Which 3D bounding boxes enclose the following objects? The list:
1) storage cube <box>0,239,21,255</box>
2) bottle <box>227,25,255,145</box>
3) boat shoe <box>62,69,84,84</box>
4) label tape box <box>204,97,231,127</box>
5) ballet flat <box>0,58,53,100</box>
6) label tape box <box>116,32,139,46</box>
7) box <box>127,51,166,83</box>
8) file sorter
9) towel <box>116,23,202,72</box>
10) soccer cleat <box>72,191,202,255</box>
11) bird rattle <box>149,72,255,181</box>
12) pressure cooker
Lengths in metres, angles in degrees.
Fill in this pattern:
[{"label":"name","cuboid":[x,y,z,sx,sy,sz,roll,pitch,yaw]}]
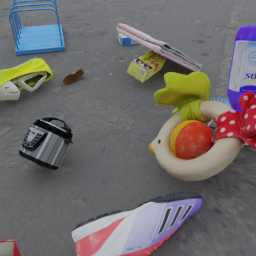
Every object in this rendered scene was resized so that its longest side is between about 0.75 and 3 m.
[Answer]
[{"label":"storage cube","cuboid":[-2.056,2.319,4.187,0.932,0.838,0.797,-9,36,-13]},{"label":"bottle","cuboid":[2.820,-0.919,6.325,1.087,2.603,0.850,4,16,-2]},{"label":"boat shoe","cuboid":[-1.973,-1.800,9.894,0.897,0.324,0.323,-42,23,-27]},{"label":"label tape box","cuboid":[2.379,-0.469,8.066,1.339,0.443,0.959,4,38,9]},{"label":"ballet flat","cuboid":[-3.534,-1.418,8.807,0.972,0.969,2.900,44,45,4]},{"label":"label tape box","cuboid":[-0.013,-4.184,12.771,0.876,0.385,1.215,-10,40,-12]},{"label":"box","cuboid":[0.690,-2.191,9.813,0.699,0.465,1.856,35,35,9]},{"label":"file sorter","cuboid":[-3.985,-4.675,12.280,2.012,1.779,2.899,-9,40,-10]},{"label":"towel","cuboid":[1.175,-2.902,10.123,2.586,0.417,2.470,10,24,-46]},{"label":"soccer cleat","cuboid":[0.324,1.824,5.020,2.549,0.869,0.933,-11,67,-24]},{"label":"bird rattle","cuboid":[1.717,0.116,5.950,2.395,1.655,2.938,-50,44,-3]},{"label":"pressure cooker","cuboid":[-1.814,0.290,6.356,0.974,0.990,1.108,29,80,-16]}]
